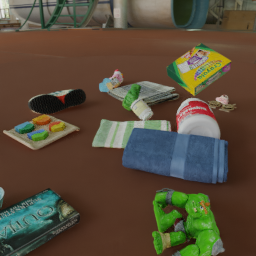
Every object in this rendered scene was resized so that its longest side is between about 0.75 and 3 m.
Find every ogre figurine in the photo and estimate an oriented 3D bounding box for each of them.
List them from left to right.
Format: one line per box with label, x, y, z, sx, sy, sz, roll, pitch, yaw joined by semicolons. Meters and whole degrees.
ogre figurine;1.121;1.879;5.469;1.180;0.965;1.968;-15;8;10

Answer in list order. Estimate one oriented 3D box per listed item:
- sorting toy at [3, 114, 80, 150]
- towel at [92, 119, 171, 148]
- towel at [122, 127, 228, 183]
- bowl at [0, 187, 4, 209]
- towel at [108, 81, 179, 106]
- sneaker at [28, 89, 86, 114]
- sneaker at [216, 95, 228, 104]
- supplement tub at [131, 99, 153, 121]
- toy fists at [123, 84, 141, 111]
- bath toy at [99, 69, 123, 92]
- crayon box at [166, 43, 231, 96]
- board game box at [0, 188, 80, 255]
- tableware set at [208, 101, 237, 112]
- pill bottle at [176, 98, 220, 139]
sorting toy;-3.080;0.026;10.022;1.886;0.372;2.038;20;31;36
towel;0.216;0.170;9.800;2.590;0.303;1.975;2;25;4
towel;1.341;0.778;7.915;2.835;0.688;1.583;9;37;15
bowl;-3.190;1.714;6.314;0.814;0.426;0.814;0;24;0
towel;0.759;-1.738;13.718;2.617;0.469;2.718;-18;31;-33
sneaker;-3.120;-1.141;12.264;2.455;0.864;1.148;-17;9;-24
sneaker;4.406;-1.394;13.059;0.293;0.406;0.777;-9;25;-15
supplement tub;0.541;-0.686;10.755;0.558;0.558;0.769;-23;63;-40
toy fists;0.117;-1.224;11.601;0.527;0.781;1.532;17;-16;-7
bath toy;-0.771;-2.590;15.151;0.969;0.823;2.227;7;25;15
crayon box;2.615;-2.228;10.450;1.781;0.519;1.537;-36;53;-10
board game box;-2.158;2.017;5.846;1.918;0.270;1.297;-23;33;-39
tableware set;4.165;-1.043;12.496;1.147;0.230;0.758;22;33;39
pill bottle;2.284;-0.201;9.438;1.268;1.268;2.260;3;25;6
